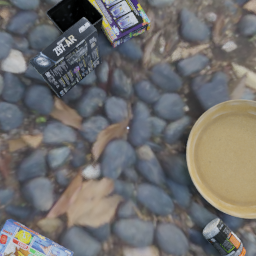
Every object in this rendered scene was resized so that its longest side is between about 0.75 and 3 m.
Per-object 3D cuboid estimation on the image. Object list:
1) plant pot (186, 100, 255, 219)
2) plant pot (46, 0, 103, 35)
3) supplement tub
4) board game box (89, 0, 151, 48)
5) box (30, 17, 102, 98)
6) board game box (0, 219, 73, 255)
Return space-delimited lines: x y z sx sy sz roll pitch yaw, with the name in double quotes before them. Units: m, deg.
"plant pot" 2.827 0.721 6.890 2.855 0.392 2.855 0 78 0
"plant pot" -1.306 -2.670 7.260 1.047 0.928 1.044 -40 82 -7
"supplement tub" 2.228 2.606 6.477 0.552 0.552 0.902 -41 82 -7
"board game box" -0.241 -3.073 7.602 1.175 0.403 1.422 -28 81 -3
"box" -1.337 -1.539 6.567 1.492 1.863 0.405 -42 85 -6
"board game box" -2.326 3.070 6.515 1.743 0.300 1.180 27 81 5
